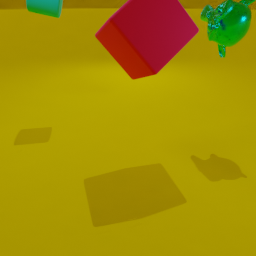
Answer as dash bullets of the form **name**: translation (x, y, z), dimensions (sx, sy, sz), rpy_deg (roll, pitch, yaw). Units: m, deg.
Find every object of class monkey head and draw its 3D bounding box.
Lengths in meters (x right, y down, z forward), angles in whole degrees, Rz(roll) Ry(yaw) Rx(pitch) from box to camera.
- **monkey head**: translation (2.311, -2.523, 6.662), dimensions (0.959, 1.591, 1.145), rpy_deg (9, 32, -24)

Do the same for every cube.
- **cube**: translation (0.338, -1.967, 5.800), dimensions (1.328, 1.328, 1.328), rpy_deg (-46, 17, -10)

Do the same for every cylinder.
- **cylinder**: translation (-2.366, -3.709, 8.028), dimensions (0.891, 0.891, 0.891), rpy_deg (9, 24, -11)
